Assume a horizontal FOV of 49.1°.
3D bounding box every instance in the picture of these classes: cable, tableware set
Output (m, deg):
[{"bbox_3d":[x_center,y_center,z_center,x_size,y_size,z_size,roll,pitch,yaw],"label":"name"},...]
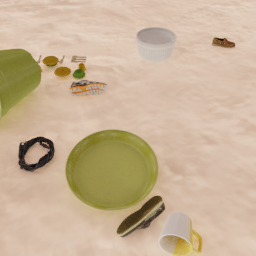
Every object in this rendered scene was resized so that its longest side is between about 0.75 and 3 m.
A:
[{"bbox_3d":[-2.941,0.855,9.014,1.149,0.358,1.409,-6,42,-13],"label":"cable"},{"bbox_3d":[-3.048,-2.722,12.715,2.369,0.364,1.596,2,47,1],"label":"tableware set"}]

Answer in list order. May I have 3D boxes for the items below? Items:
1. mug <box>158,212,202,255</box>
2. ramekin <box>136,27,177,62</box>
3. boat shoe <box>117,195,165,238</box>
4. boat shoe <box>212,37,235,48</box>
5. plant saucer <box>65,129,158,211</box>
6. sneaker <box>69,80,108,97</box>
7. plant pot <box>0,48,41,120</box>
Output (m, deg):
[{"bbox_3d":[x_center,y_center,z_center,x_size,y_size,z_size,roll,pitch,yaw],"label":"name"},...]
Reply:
[{"bbox_3d":[1.282,2.628,6.964,0.822,1.027,0.843,-18,26,29],"label":"mug"},{"bbox_3d":[1.320,-3.998,13.515,1.927,1.012,1.927,0,44,0],"label":"ramekin"},{"bbox_3d":[0.393,2.372,7.250,1.474,0.484,0.527,-36,16,-18],"label":"boat shoe"},{"bbox_3d":[4.934,-4.393,14.363,1.175,0.399,0.423,8,44,8],"label":"boat shoe"},{"bbox_3d":[-0.469,1.224,8.332,2.719,0.422,2.719,1,51,-1],"label":"plant saucer"},{"bbox_3d":[-1.610,-1.698,11.373,1.581,0.619,0.611,-3,51,-2],"label":"sneaker"},{"bbox_3d":[-4.746,-1.804,10.356,2.802,2.802,2.661,18,35,18],"label":"plant pot"}]
